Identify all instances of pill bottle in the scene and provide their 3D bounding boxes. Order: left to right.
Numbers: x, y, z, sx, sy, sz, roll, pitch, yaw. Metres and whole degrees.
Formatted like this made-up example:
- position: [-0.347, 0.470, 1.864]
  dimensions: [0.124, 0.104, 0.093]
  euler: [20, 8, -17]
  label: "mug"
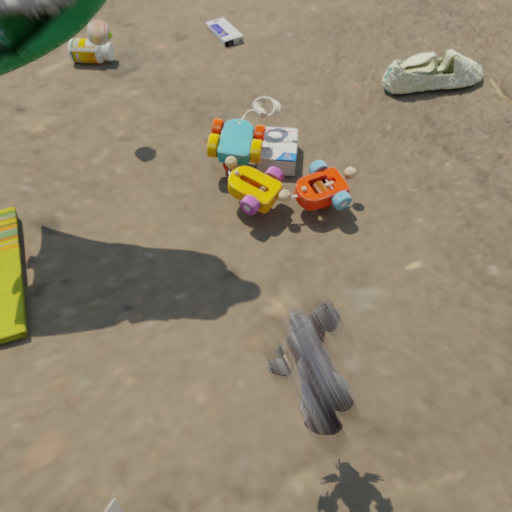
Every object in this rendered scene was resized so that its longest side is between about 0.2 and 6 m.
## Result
- position: [-3.588, -4.463, 12.214]
  dimensions: [0.889, 0.501, 0.501]
  euler: [3, 49, 4]
  label: "pill bottle"

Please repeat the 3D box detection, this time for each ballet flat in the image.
- position: [3.715, -3.810, 11.483]
  dimensions: [2.304, 0.827, 0.827]
  euler: [-13, 50, -12]
  label: "ballet flat"

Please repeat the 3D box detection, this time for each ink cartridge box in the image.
- position: [-1.522, 3.091, 5.424]
  dimensions: [0.404, 0.702, 1.211]
  euler: [21, 52, 18]
  label: "ink cartridge box"
- position: [-0.754, -5.239, 13.109]
  dimensions: [0.496, 0.194, 1.047]
  euler: [-23, 55, -18]
  label: "ink cartridge box"
- position: [0.389, -1.866, 9.995]
  dimensions: [0.674, 0.393, 0.933]
  euler: [4, 49, 4]
  label: "ink cartridge box"

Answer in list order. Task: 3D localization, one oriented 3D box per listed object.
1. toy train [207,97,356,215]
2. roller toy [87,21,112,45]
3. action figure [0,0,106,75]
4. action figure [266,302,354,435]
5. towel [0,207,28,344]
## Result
- position: [0.318, -1.459, 9.398]
  dimensions: [1.965, 0.728, 2.616]
  euler: [-25, 62, -19]
  label: "toy train"
- position: [-2.652, -3.745, 9.388]
  dimensions: [0.355, 0.272, 0.389]
  euler: [39, 60, 11]
  label: "roller toy"
- position: [-2.767, -2.897, 6.751]
  dimensions: [3.375, 0.923, 1.993]
  euler: [-27, 39, 14]
  label: "action figure"
- position: [0.504, 0.922, 5.149]
  dimensions: [0.478, 0.896, 1.377]
  euler: [22, 24, -22]
  label: "action figure"
- position: [-3.979, 0.309, 8.235]
  dimensions: [1.087, 0.228, 2.525]
  euler: [-18, 52, -8]
  label: "towel"
